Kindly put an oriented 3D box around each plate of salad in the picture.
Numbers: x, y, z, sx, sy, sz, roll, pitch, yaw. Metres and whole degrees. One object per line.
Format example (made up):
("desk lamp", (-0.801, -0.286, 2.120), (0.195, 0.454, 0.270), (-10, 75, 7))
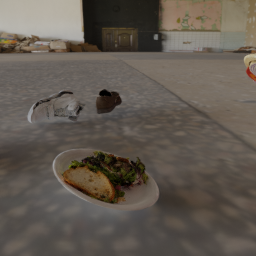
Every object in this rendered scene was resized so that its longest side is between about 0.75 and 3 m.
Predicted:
("plate of salad", (-0.272, 0.615, 4.027), (1.578, 0.379, 1.578), (17, 17, -5))

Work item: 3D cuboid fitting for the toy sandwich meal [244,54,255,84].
("toy sandwich meal", (3.558, -0.571, 6.035), (2.887, 0.989, 2.887), (33, 11, -7))

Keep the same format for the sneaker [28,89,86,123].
("sneaker", (-1.849, -0.463, 7.452), (0.859, 0.562, 1.495), (33, 50, 25))

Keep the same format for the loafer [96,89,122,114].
("loafer", (-0.553, -0.890, 8.270), (0.586, 0.570, 1.604), (-5, 18, 9))
